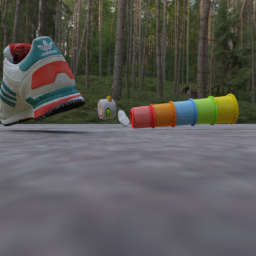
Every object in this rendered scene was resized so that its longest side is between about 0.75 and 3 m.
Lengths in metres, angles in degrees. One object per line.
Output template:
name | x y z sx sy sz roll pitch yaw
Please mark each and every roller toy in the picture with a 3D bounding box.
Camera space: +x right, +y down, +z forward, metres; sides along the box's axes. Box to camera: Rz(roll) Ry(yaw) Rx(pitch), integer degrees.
roller toy | -0.770 -0.717 10.494 0.570 0.815 0.743 -8 -18 -24

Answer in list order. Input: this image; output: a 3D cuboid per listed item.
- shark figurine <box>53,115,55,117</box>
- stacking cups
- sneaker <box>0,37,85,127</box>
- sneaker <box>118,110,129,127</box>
shark figurine | -2.132 -0.772 7.414 1.617 0.966 0.675 -14 7 45
stacking cups | 1.250 -0.300 6.478 2.395 0.724 0.724 -7 1 -4
sneaker | -1.693 -0.759 4.793 0.922 1.225 2.620 -23 12 -36
sneaker | -0.194 -0.280 10.946 0.334 0.393 0.889 5 39 -21
